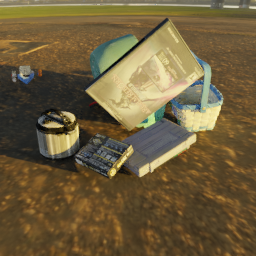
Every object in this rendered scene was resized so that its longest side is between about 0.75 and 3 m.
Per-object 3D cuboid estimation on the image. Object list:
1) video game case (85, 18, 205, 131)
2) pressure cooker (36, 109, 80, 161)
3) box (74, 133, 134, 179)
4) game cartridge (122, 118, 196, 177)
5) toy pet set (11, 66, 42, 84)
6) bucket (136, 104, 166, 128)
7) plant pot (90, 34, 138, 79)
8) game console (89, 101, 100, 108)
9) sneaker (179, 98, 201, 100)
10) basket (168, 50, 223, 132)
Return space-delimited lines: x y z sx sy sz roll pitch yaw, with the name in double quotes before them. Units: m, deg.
"video game case" 0.469 -1.230 7.238 2.613 1.867 0.248 -38 37 12
"pressure cooker" -2.374 0.139 9.553 1.420 1.615 1.443 -1 28 -3
"box" -0.801 0.848 9.101 1.555 0.382 1.253 17 54 35
"game cartridge" 0.891 0.603 9.711 2.630 0.505 1.705 -28 42 -28
"toy pet set" -5.913 -2.977 16.540 1.748 0.928 1.632 -9 -5 -23
"bucket" 0.731 -0.995 11.671 1.875 1.220 1.875 10 36 -7
"plant pot" -0.679 -3.319 14.915 2.301 2.868 2.868 -18 32 -18
"game console" -0.206 -1.086 13.301 2.106 1.450 2.444 -17 10 44
"sneaker" 3.156 -1.390 13.491 1.650 0.620 0.948 15 32 36
"basket" 2.619 -1.414 11.114 1.990 2.860 2.522 -3 29 -5
